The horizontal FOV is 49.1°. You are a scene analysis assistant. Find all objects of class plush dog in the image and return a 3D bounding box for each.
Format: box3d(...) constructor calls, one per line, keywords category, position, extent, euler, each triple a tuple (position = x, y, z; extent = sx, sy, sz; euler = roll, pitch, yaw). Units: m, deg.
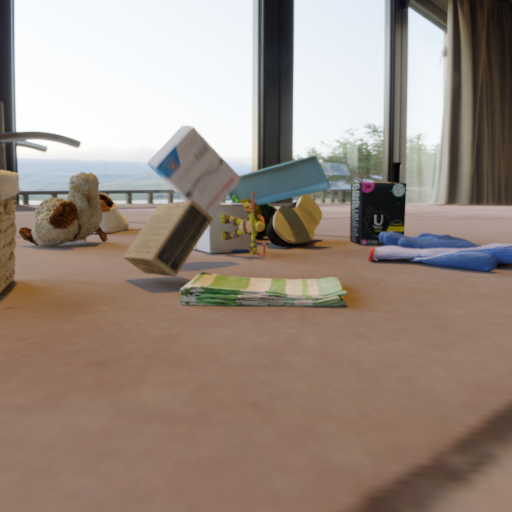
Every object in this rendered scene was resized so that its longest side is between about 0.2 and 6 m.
box3d(category="plush dog", position=(-4.233, -0.726, 12.377), extent=(1.960, 1.573, 1.683), euler=(-29, 6, 31))

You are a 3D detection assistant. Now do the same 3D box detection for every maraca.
box3d(category="maraca", position=(-0.223, -1.067, 12.791), extent=(0.930, 0.498, 0.638), euler=(39, 5, -45))

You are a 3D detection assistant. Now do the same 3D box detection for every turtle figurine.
box3d(category="turtle figurine", position=(-0.198, -0.592, 10.280), extent=(0.975, 1.209, 0.389), euler=(2, 21, 36))

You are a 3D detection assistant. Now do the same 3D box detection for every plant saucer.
box3d(category="plant saucer", position=(0.422, -1.654, 12.636), extent=(2.517, 0.880, 0.239), euler=(-10, 37, 34))

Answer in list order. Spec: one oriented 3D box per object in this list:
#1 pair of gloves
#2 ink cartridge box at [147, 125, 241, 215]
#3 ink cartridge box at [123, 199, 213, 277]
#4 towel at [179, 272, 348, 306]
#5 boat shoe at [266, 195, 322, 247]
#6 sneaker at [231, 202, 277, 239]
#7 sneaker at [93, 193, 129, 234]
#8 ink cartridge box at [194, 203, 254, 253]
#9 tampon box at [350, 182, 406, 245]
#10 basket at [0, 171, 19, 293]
box3d(category="pair of gloves", position=(3.608, -0.155, 10.161), extent=(2.968, 0.421, 3.692), euler=(2, 6, 20))
box3d(category="ink cartridge box", position=(-1.014, -1.392, 9.253), extent=(1.246, 0.904, 0.522), euler=(45, -9, -31))
box3d(category="ink cartridge box", position=(-1.187, -0.231, 7.432), extent=(0.428, 0.940, 1.141), euler=(40, -18, -25))
box3d(category="towel", position=(0.105, 0.368, 6.603), extent=(1.812, 0.212, 1.382), euler=(0, 6, 3))
box3d(category="boat shoe", position=(0.794, -0.673, 12.911), extent=(0.857, 1.000, 2.734), euler=(-38, 2, 25))
box3d(category="sneaker", position=(-0.457, -0.987, 14.479), extent=(2.656, 1.036, 1.132), euler=(4, 7, 31))
box3d(category="sneaker", position=(-4.354, -1.288, 16.602), extent=(0.987, 1.148, 2.711), euler=(-2, 6, -6))
box3d(category="ink cartridge box", position=(-0.763, -0.595, 11.430), extent=(0.977, 0.960, 1.328), euler=(-3, 7, -27))
box3d(category="tampon box", position=(2.772, -0.983, 12.838), extent=(1.048, 1.399, 0.883), euler=(-1, 7, -8))
box3d(category="basket", position=(-4.150, -0.283, 6.686), extent=(2.401, 1.481, 1.628), euler=(-3, 8, -15))
